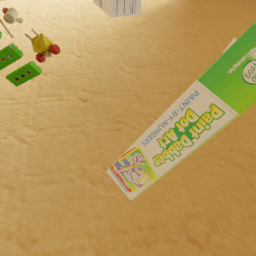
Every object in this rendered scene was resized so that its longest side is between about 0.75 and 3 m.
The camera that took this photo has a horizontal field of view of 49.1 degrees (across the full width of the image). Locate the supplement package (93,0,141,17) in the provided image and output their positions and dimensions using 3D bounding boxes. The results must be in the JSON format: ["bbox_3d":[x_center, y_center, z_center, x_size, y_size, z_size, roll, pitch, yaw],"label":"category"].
[{"bbox_3d":[-0.389,-4.557,8.947,1.043,1.465,1.881,-13,40,-18],"label":"supplement package"}]

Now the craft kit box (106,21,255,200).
[{"bbox_3d":[1.173,-0.387,3.757,0.611,2.520,2.489,46,35,5],"label":"craft kit box"}]

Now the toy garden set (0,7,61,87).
[{"bbox_3d":[-2.116,-1.579,4.901,1.364,1.636,0.326,-18,46,29],"label":"toy garden set"}]

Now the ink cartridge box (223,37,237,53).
[{"bbox_3d":[3.712,-2.607,9.627,0.222,0.886,0.719,-26,74,-20],"label":"ink cartridge box"}]
